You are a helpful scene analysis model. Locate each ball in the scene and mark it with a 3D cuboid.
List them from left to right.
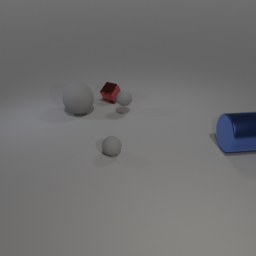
[{"bbox_3d":[-2.226,-1.332,12.571,1.400,1.400,1.400,0,30,0],"label":"ball"},{"bbox_3d":[-0.573,0.629,9.900,0.700,0.700,0.700,0,30,0],"label":"ball"},{"bbox_3d":[-0.164,-1.309,12.438,0.700,0.700,0.700,0,30,0],"label":"ball"}]

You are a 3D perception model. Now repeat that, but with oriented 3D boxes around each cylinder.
[{"bbox_3d":[4.103,0.137,10.026,1.400,1.400,1.400,-3,30,-7],"label":"cylinder"}]

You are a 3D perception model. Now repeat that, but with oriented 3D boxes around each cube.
[{"bbox_3d":[-0.835,-1.744,13.806,0.700,0.700,0.700,18,64,28],"label":"cube"}]
